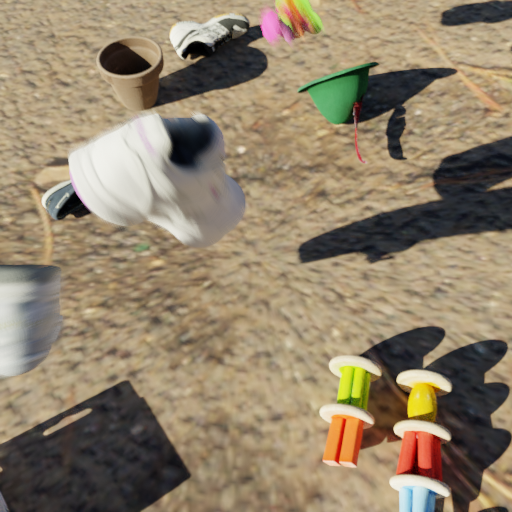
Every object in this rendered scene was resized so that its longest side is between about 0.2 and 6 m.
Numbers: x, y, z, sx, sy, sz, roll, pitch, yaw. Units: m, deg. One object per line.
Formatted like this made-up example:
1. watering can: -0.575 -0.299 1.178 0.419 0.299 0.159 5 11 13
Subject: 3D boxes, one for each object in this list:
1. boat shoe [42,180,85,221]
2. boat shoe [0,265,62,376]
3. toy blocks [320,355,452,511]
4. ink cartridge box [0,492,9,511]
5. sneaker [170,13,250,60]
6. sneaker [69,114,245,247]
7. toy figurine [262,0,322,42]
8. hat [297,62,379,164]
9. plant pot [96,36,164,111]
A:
1. boat shoe: -3.014 -1.250 10.093 1.695 0.635 0.524 -35 61 -19
2. boat shoe: -2.427 0.615 5.560 1.040 2.821 0.905 0 84 -27
3. toy blocks: 1.679 2.537 7.450 1.767 0.770 2.120 11 57 6
4. ink cartridge box: -3.522 3.189 6.850 0.589 1.023 1.766 -33 62 -15
5. sneaker: -0.974 -4.862 12.617 1.844 0.698 0.808 -15 73 -7
6. sneaker: -0.677 -0.834 6.363 1.406 2.822 1.057 -30 76 22
7. toy figurine: 0.447 -3.405 8.262 0.841 0.631 0.774 39 62 -1
8. hat: 1.825 -2.765 11.296 1.660 1.764 2.004 -9 14 47
9. plant pot: -2.465 -3.592 11.371 1.293 1.127 1.293 0 56 0
